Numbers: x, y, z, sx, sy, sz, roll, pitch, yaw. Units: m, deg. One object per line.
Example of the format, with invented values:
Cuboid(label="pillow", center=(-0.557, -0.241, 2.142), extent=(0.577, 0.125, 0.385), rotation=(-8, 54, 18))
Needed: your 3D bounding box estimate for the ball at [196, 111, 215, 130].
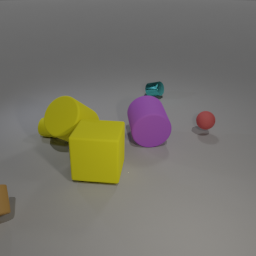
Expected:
Cuboid(label="ball", center=(2.917, -0.288, 10.518), extent=(0.700, 0.700, 0.700), rotation=(0, 28, 0))

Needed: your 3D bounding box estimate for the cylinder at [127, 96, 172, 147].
Cuboid(label="cylinder", center=(0.739, -0.254, 10.163), extent=(1.400, 1.400, 1.400), rotation=(-3, 34, -6))

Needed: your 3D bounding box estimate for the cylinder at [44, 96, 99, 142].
Cuboid(label="cylinder", center=(-1.903, -0.222, 9.651), extent=(1.400, 1.400, 1.400), rotation=(16, -8, 27))

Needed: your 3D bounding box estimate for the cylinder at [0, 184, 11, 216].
Cuboid(label="cylinder", center=(-3.272, 1.797, 6.798), extent=(0.700, 0.700, 0.700), rotation=(-14, -14, -3))

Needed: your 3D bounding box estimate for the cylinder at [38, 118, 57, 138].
Cuboid(label="cylinder", center=(-2.915, -0.012, 10.574), extent=(0.700, 0.700, 0.700), rotation=(7, 29, 13))

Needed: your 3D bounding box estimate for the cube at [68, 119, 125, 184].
Cuboid(label="cube", center=(-0.873, 0.658, 8.421), extent=(1.400, 1.400, 1.400), rotation=(3, 24, 5))

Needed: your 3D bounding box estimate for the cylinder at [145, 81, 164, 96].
Cuboid(label="cylinder", center=(1.333, -1.932, 13.963), extent=(0.700, 0.700, 0.700), rotation=(-2, 22, 38))
